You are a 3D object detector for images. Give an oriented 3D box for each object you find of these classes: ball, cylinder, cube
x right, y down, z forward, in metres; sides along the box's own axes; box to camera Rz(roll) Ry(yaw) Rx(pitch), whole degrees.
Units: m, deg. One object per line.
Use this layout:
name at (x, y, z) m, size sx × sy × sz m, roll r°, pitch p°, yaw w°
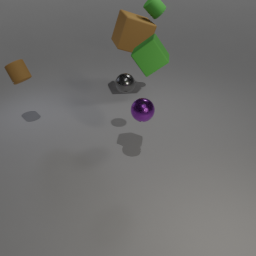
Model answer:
ball at (0.426, -0.522, 8.124) m, size 0.700 × 0.700 × 0.700 m, roll 0°, pitch 30°, yaw 0°
ball at (-0.102, -1.585, 9.909) m, size 0.700 × 0.700 × 0.700 m, roll 0°, pitch 30°, yaw 0°
cylinder at (-3.976, -2.031, 10.153) m, size 0.700 × 0.700 × 0.700 m, roll -25°, pitch 12°, yaw 6°
cube at (0.222, -4.246, 12.494) m, size 1.400 × 1.400 × 1.400 m, roll 8°, pitch 31°, yaw -22°
cylinder at (1.124, -5.095, 11.792) m, size 0.700 × 0.700 × 0.700 m, roll -39°, pitch 27°, yaw 24°
cube at (0.585, -1.876, 7.210) m, size 0.700 × 0.700 × 0.700 m, roll -31°, pitch 21°, yaw 23°
